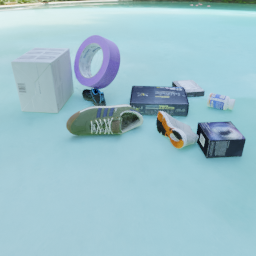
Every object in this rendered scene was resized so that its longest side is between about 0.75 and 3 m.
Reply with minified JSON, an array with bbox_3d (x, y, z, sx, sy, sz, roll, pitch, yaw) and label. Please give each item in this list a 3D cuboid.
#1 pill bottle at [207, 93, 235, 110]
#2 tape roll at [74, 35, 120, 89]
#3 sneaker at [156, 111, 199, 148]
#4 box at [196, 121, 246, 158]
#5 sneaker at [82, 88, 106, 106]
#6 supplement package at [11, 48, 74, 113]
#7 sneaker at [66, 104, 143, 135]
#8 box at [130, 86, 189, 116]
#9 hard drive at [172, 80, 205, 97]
[{"bbox_3d":[4.065,-1.133,12.219,1.089,0.610,0.610,16,33,24],"label":"pill bottle"},{"bbox_3d":[-1.441,-2.977,12.765,2.315,2.315,0.760,27,13,39],"label":"tape roll"},{"bbox_3d":[1.758,0.031,10.175,0.923,0.760,2.007,-6,37,-24],"label":"sneaker"},{"bbox_3d":[3.073,0.360,9.431,1.219,0.757,1.229,-2,30,-6],"label":"box"},{"bbox_3d":[-1.546,-1.558,12.853,0.644,0.720,1.759,-21,35,-32],"label":"sneaker"},{"bbox_3d":[-3.632,-2.180,12.392,1.719,2.236,2.338,4,30,6],"label":"supplement package"},{"bbox_3d":[-0.706,-0.236,10.235,2.831,0.949,1.271,-14,27,-29],"label":"sneaker"},{"bbox_3d":[1.338,-1.237,12.361,2.472,0.631,1.950,2,31,4],"label":"box"},{"bbox_3d":[2.998,-2.004,14.071,1.143,0.310,1.637,-5,31,-8],"label":"hard drive"}]
